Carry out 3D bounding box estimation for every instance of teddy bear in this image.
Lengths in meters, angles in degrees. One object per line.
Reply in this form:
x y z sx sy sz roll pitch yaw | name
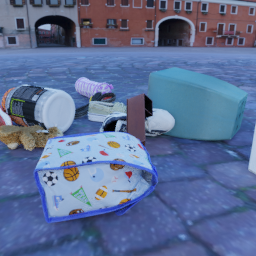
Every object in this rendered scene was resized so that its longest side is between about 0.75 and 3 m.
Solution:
-2.974 0.346 8.871 2.068 0.691 1.500 -5 26 -37 | teddy bear

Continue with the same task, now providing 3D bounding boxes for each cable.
-1.472 -0.971 12.855 1.442 0.747 2.970 5 30 16 | cable

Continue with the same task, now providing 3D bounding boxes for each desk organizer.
0.369 -0.175 8.468 0.635 1.650 0.592 -17 -32 30 | desk organizer

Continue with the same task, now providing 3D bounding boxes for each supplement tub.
-3.383 -0.752 10.391 2.598 1.592 1.592 13 23 32 | supplement tub

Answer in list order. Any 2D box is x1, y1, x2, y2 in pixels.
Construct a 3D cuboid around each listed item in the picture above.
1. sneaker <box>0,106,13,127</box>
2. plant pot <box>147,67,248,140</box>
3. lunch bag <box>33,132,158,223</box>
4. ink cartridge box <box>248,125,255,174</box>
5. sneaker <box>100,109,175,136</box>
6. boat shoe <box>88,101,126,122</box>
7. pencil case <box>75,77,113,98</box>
-5.224 -0.293 10.169 1.338 0.908 2.317 -15 23 -40 | sneaker
2.441 -0.781 9.904 2.983 2.107 2.109 17 25 30 | plant pot
-0.615 0.897 5.999 2.244 1.390 1.908 -10 20 -6 | lunch bag
4.669 0.078 7.135 2.940 2.139 1.235 -10 21 -26 | ink cartridge box
0.205 -0.003 9.168 2.471 0.986 1.608 6 21 16 | sneaker
-0.442 -0.641 11.288 2.515 0.780 0.905 3 19 9 | boat shoe
-1.884 -2.155 15.188 2.476 1.039 1.059 22 64 45 | pencil case
